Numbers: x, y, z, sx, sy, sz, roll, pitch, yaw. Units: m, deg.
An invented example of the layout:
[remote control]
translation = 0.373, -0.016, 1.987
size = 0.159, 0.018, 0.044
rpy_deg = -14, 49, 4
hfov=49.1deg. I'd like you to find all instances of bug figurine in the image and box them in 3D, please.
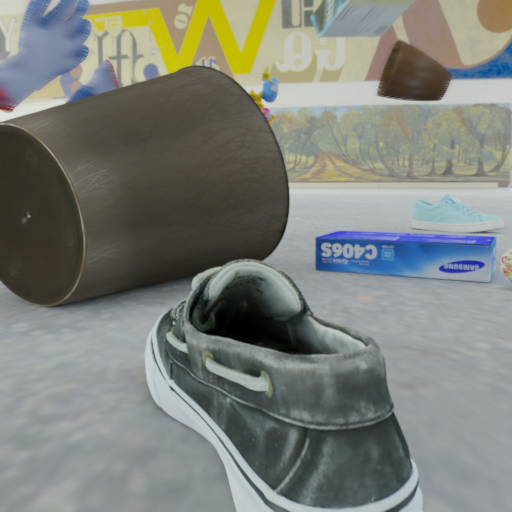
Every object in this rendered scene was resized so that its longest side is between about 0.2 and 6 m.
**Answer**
[bug figurine]
translation = -0.167, -2.351, 10.607
size = 0.583, 2.264, 1.756
rpy_deg = 32, -1, 1

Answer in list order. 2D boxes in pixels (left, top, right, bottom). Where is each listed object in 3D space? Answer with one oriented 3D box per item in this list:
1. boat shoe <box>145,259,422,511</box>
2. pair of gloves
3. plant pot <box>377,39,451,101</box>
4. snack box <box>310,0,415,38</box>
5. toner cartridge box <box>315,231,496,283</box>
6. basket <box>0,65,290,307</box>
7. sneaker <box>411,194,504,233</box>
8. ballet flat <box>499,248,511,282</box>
[boat shoe]
translation = 0.010, 0.498, 3.099
size = 0.992, 0.976, 2.754
rpy_deg = -3, 9, -22
[pair of gloves]
translation = -3.565, -3.055, 10.224
size = 0.396, 2.797, 3.480
rpy_deg = 21, -27, 13
[plant pot]
translation = 3.025, -3.371, 10.572
size = 1.145, 1.070, 1.070
rpy_deg = 18, 8, -1
[snack box]
translation = 1.811, -3.800, 7.603
size = 1.242, 0.397, 2.138
rpy_deg = -13, -12, -30
[toner cartridge box]
translation = 2.232, -0.036, 8.391
size = 2.472, 0.534, 1.174
rpy_deg = 4, 10, 26
[basket]
translation = -1.541, -0.883, 7.190
size = 2.382, 3.158, 3.503
rpy_deg = -23, 2, 37
[sneaker]
translation = 5.114, -1.106, 14.382
size = 2.336, 0.957, 0.864
rpy_deg = 5, 11, 33
[ballet flat]
translation = 4.067, 0.067, 7.013
size = 1.918, 0.725, 0.613
rpy_deg = -2, 1, -7
